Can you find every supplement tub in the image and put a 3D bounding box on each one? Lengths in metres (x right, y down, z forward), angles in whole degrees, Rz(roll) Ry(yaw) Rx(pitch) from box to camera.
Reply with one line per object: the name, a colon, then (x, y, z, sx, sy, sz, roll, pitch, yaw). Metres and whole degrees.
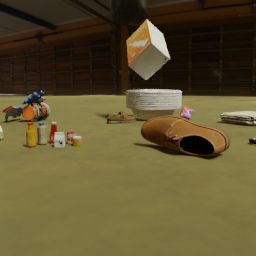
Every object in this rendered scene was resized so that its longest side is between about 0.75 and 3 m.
supplement tub: (-4.408, -0.769, 13.416, 0.843, 0.843, 1.376, 2, 9, 12)

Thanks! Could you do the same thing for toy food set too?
toy food set: (-2.031, 0.147, 7.836, 1.474, 0.663, 0.704, -1, 8, -3)

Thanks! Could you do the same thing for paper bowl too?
paper bowl: (1.293, -1.214, 14.222, 2.816, 1.465, 2.816, 0, 8, 0)

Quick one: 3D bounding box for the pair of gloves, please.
pair of gloves: (-4.901, -1.024, 13.256, 2.285, 0.260, 1.837, -33, -2, -4)

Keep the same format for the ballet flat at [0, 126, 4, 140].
ballet flat: (-4.215, 0.092, 8.927, 0.387, 0.429, 1.140, 12, -1, -37)

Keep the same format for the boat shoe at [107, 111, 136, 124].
boat shoe: (-0.265, -0.491, 12.674, 1.475, 0.502, 0.531, -6, 10, -34)

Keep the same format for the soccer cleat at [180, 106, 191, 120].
soccer cleat: (2.901, -0.765, 14.208, 0.520, 0.597, 1.560, 1, 8, 8)

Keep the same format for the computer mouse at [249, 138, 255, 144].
computer mouse: (4.498, 0.323, 7.688, 2.174, 0.370, 0.637, 2, 10, 14)

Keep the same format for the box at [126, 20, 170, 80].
box: (0.901, -3.812, 13.562, 1.220, 1.557, 2.504, 32, 34, -30)

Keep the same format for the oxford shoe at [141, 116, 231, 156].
oxford shoe: (1.219, 0.204, 7.045, 2.425, 0.865, 0.864, 8, 18, 38)

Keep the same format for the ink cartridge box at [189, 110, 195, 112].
ink cartridge box: (3.774, -1.080, 17.814, 0.794, 0.167, 0.474, 2, 8, -5)

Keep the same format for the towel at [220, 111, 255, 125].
towel: (5.574, -0.463, 12.805, 2.595, 0.447, 1.719, -6, 12, -37)
